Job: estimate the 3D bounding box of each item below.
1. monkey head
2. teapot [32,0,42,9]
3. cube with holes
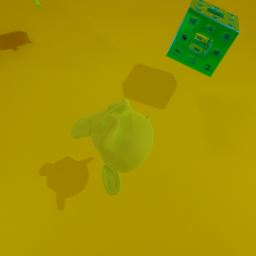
[{"bbox_3d":[-0.237,0.174,4.567,1.241,1.040,1.725,-8,39,34],"label":"monkey head"},{"bbox_3d":[-3.096,-4.173,7.985,1.250,2.011,0.984,-27,76,9],"label":"teapot"},{"bbox_3d":[1.866,-2.305,7.026,1.246,1.246,1.246,26,40,0],"label":"cube with holes"}]
